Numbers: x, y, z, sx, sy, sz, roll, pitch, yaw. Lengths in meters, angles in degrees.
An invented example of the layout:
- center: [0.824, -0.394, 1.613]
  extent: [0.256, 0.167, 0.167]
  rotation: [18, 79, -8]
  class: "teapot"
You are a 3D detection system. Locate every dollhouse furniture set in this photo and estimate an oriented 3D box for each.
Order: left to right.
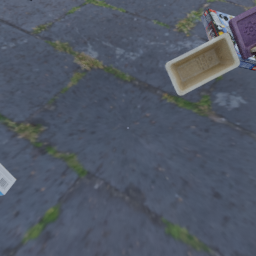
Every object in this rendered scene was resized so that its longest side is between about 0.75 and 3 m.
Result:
- center: [1.749, -0.805, 4.060]
  extent: [1.975, 1.565, 1.402]
  rotation: [-27, 12, -3]
  class: "dollhouse furniture set"

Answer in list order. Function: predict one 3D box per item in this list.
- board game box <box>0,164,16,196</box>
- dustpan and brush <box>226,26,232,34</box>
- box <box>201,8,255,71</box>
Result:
- center: [-3.083, 0.383, 4.715]
  extent: [1.406, 2.091, 0.358]
  rotation: [-15, 31, 32]
  class: "board game box"
- center: [3.045, -2.536, 7.374]
  extent: [0.863, 0.603, 0.247]
  rotation: [0, 84, -45]
  class: "dustpan and brush"
- center: [2.845, -2.471, 7.777]
  extent: [1.273, 0.371, 1.859]
  rotation: [8, 55, -20]
  class: "box"
